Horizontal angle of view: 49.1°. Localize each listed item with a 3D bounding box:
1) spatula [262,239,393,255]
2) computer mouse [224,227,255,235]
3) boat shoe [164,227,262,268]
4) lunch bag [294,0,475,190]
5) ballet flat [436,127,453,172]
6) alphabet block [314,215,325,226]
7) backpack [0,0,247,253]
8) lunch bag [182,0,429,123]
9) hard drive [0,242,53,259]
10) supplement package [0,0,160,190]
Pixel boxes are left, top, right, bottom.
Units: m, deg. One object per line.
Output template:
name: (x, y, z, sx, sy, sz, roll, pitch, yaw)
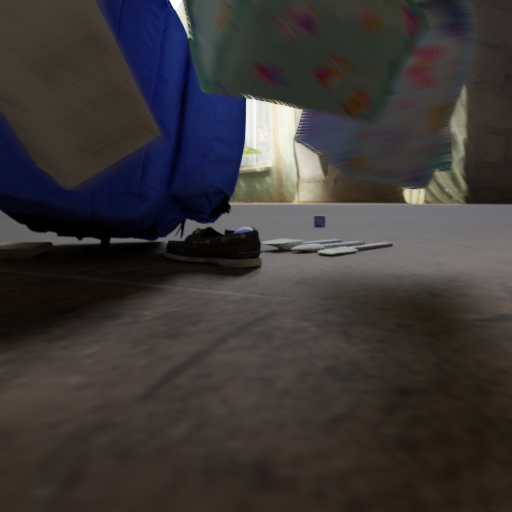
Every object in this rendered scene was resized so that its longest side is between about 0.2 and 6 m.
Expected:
spatula: (1.424, -0.229, 10.665, 1.660, 0.192, 2.387, 5, 8, 41)
computer mouse: (-0.253, -0.500, 12.447, 0.754, 0.302, 1.375, 0, 7, -13)
boat shoe: (-0.673, -0.168, 8.496, 1.829, 0.551, 0.652, 5, 8, 36)
lunch bag: (1.977, -2.954, 9.175, 1.946, 3.061, 2.596, 10, 21, -19)
ballet flat: (3.223, -2.328, 10.309, 0.646, 1.797, 0.646, -23, -26, -12)
alphabet block: (1.963, -1.083, 17.308, 0.347, 0.345, 0.354, 3, 8, 9)
backpack: (-2.376, -2.001, 10.480, 4.152, 4.020, 4.947, 13, -6, -7)
lunch bag: (0.353, -2.987, 6.592, 2.271, 1.625, 2.666, 5, 45, -23)
hard drive: (-4.113, -0.104, 9.612, 0.851, 0.172, 1.291, 0, 7, -4)
supplement package: (-1.823, -1.687, 4.848, 1.015, 1.854, 1.054, -36, 37, -17)
